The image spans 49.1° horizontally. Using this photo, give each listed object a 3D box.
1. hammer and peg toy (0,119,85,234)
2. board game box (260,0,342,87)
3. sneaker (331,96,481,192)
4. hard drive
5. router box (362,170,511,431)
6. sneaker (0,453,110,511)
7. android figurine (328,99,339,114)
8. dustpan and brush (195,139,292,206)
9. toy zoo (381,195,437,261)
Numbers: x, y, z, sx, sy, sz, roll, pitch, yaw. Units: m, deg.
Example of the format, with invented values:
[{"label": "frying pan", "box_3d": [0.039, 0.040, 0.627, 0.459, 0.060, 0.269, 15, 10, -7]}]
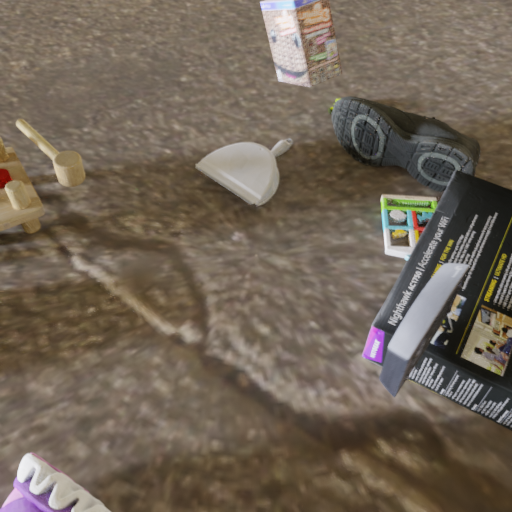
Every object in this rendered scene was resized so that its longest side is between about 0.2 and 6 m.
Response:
[{"label": "hammer and peg toy", "box_3d": [-4.373, -1.126, 9.372, 2.808, 0.990, 2.065, -25, 51, -21]}, {"label": "board game box", "box_3d": [0.821, -3.971, 10.218, 0.722, 1.492, 1.189, -27, 30, -18]}, {"label": "sneaker", "box_3d": [2.760, -2.187, 10.414, 2.905, 1.103, 1.319, 32, 46, 17]}, {"label": "hard drive", "box_3d": [1.906, 0.805, 6.422, 0.317, 1.011, 1.499, 29, 58, 23]}, {"label": "router box", "box_3d": [3.400, 0.495, 7.880, 2.580, 0.883, 3.459, 25, 55, 18]}, {"label": "sneaker", "box_3d": [-1.738, 3.147, 5.645, 2.579, 1.037, 1.140, 24, 59, 25]}, {"label": "android figurine", "box_3d": [1.962, -3.016, 11.581, 0.871, 0.179, 0.793, -15, 50, -11]}, {"label": "dustpan and brush", "box_3d": [0.051, -1.722, 10.271, 1.424, 0.584, 2.040, 35, 63, 19]}, {"label": "toy zoo", "box_3d": [2.580, -0.425, 9.250, 0.946, 0.147, 1.441, 3, 52, 2]}]
